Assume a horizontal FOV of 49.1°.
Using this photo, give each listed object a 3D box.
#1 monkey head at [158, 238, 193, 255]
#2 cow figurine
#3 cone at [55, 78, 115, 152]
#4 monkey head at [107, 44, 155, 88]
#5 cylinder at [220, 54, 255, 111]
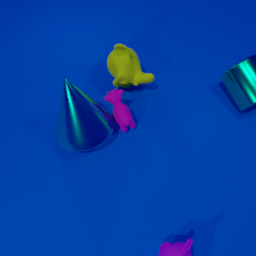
[{"bbox_3d":[0.919,2.613,5.390,0.660,1.095,0.788,10,22,4],"label":"monkey head"},{"bbox_3d":[-0.206,-0.487,7.282,0.538,0.965,0.981,-25,53,-2],"label":"cow figurine"},{"bbox_3d":[-1.266,-0.555,6.788,1.608,1.614,1.608,-7,45,7],"label":"cone"},{"bbox_3d":[0.081,-1.718,7.829,1.303,1.811,1.091,-2,88,8],"label":"monkey head"},{"bbox_3d":[3.264,-1.206,7.528,1.122,1.122,1.122,-27,82,-15],"label":"cylinder"}]
